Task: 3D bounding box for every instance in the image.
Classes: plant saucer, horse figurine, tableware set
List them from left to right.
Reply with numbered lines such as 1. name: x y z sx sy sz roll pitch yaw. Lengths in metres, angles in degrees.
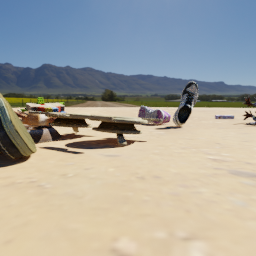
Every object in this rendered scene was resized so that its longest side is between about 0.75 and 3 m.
1. plant saucer: -2.383 0.119 6.237 1.764 0.283 1.764 0 4 0
2. horse figurine: -3.230 -0.393 9.877 1.522 0.573 2.296 12 4 40
3. tableware set: -0.795 -0.029 6.344 2.726 0.546 1.802 5 3 39

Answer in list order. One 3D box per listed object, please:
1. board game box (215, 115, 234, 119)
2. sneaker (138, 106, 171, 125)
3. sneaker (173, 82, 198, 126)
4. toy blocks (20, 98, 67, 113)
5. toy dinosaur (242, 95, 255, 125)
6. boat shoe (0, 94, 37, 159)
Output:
1. board game box: 4.963 -0.572 14.426 0.826 0.170 0.824 1 5 7
2. sneaker: 1.033 -0.455 10.899 0.737 0.671 1.668 3 8 -34
3. sneaker: 2.054 -0.808 9.518 0.609 1.610 0.706 19 2 -3
4. toy blocks: -3.716 -0.753 13.009 2.126 1.062 1.453 -5 18 -36
5. toy dinosaur: 5.281 -0.695 10.451 2.362 1.240 2.144 2 10 -28
6. boat shoe: -2.286 -0.008 4.679 0.882 0.959 2.684 -33 31 -20
